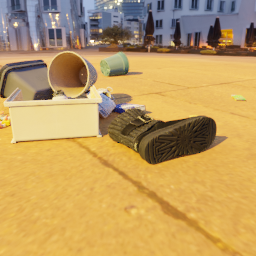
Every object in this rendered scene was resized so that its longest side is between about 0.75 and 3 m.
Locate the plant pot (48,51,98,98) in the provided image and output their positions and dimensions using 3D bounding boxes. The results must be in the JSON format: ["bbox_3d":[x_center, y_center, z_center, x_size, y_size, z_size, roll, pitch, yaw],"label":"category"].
[{"bbox_3d":[-2.340,-2.529,13.395,2.043,2.043,2.182,6,12,16],"label":"plant pot"}]

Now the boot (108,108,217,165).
[{"bbox_3d":[1.034,0.033,8.632,2.888,1.087,2.160,-10,21,-27],"label":"boot"}]

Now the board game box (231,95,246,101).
[{"bbox_3d":[5.938,-1.610,15.073,0.534,0.168,1.118,1,16,7],"label":"board game box"}]

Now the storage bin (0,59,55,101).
[{"bbox_3d":[-4.539,-1.851,13.495,1.910,2.069,2.843,36,29,14],"label":"storage bin"}]

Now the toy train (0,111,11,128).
[{"bbox_3d":[-5.033,-0.305,10.736,1.122,0.416,1.494,-11,22,-30],"label":"toy train"}]

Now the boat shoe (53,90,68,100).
[{"bbox_3d":[-2.831,-1.325,11.473,0.579,0.478,1.688,-5,7,-19],"label":"boat shoe"}]

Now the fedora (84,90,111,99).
[{"bbox_3d":[-1.563,-1.586,14.196,1.371,0.626,1.371,1,14,0],"label":"fedora"}]

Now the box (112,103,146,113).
[{"bbox_3d":[-0.068,-0.882,12.507,0.987,0.264,1.630,-13,16,-30],"label":"box"}]

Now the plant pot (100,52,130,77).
[{"bbox_3d":[-1.212,-5.254,23.564,1.912,1.952,1.952,-22,27,-33],"label":"plant pot"}]

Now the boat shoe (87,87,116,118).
[{"bbox_3d":[-1.060,-1.321,12.287,1.069,0.926,2.507,-40,26,-1],"label":"boat shoe"}]

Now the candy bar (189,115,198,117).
[{"bbox_3d":[2.527,-0.102,10.382,0.597,0.265,2.395,4,18,14],"label":"candy bar"}]

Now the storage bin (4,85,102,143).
[{"bbox_3d":[-2.591,-0.672,10.286,2.980,1.396,2.958,-4,19,-11],"label":"storage bin"}]
